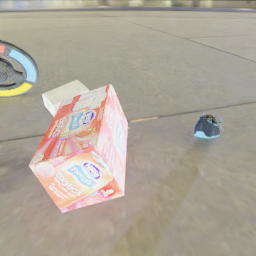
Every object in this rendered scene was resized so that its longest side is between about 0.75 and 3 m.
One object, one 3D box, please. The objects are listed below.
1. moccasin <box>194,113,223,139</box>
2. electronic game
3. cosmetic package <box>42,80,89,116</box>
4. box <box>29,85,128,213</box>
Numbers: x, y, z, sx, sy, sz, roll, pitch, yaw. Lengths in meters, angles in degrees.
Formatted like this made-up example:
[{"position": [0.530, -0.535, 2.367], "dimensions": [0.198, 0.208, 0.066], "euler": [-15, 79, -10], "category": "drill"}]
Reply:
[{"position": [1.991, -0.068, 6.773], "dimensions": [0.622, 0.527, 1.546], "euler": [10, 8, 19], "category": "moccasin"}, {"position": [-4.040, -1.772, 8.657], "dimensions": [2.445, 2.445, 0.509], "euler": [-4, 59, -8], "category": "electronic game"}, {"position": [-1.669, -0.826, 7.643], "dimensions": [1.114, 0.452, 0.629], "euler": [-27, 52, -27], "category": "cosmetic package"}, {"position": [-0.732, 0.236, 5.287], "dimensions": [1.198, 1.106, 2.335], "euler": [-18, 29, 11], "category": "box"}]
